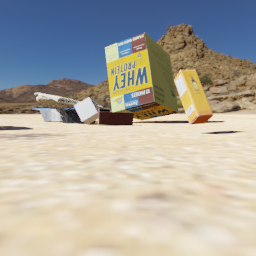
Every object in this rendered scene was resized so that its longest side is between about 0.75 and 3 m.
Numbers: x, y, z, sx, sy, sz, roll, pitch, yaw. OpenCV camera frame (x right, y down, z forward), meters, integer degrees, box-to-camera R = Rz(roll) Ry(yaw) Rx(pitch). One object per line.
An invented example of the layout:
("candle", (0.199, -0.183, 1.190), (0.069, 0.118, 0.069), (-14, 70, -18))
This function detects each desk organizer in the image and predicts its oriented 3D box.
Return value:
("desk organizer", (-0.407, -0.359, 9.247), (1.163, 0.448, 0.417), (1, 18, -10))

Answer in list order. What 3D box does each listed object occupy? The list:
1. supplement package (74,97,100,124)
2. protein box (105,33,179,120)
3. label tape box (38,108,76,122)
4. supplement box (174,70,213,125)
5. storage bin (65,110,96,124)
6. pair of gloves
("supplement package", (-1.381, -0.607, 9.984), (0.645, 0.641, 0.850), (-30, -7, 5))
("protein box", (0.676, -2.040, 12.332), (1.942, 2.879, 2.858), (-12, -11, 28))
("label tape box", (-3.174, -0.599, 12.835), (1.906, 0.603, 1.375), (0, 4, 18))
("supplement box", (1.387, -0.678, 6.013), (0.394, 1.184, 0.407), (-4, -24, -19))
("storage bin", (-1.854, -0.459, 11.021), (1.125, 0.528, 0.761), (0, 4, -3))
("pair of gloves", (-2.378, -0.972, 11.762), (2.352, 0.485, 2.766), (15, 3, 43))
